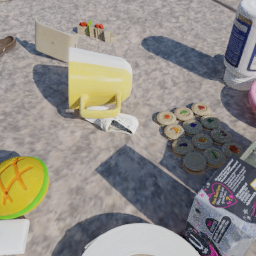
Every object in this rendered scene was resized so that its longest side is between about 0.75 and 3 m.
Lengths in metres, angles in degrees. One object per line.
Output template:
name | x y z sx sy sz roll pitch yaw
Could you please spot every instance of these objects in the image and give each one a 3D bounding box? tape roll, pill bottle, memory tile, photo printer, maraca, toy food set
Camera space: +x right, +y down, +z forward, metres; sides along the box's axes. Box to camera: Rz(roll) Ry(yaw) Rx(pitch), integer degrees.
tape roll | 0.273 3.355 5.513 2.972 0.543 2.972 1 44 -1
pill bottle | 4.395 -2.888 9.971 1.644 2.963 1.644 0 46 0
memory tile | 2.208 0.190 8.904 2.025 0.222 2.642 -14 48 -13
photo printer | -2.859 2.544 6.531 0.964 0.335 0.802 -2 46 -3
maraca | -2.906 1.430 6.757 2.273 1.216 1.559 -10 51 19
toy food set | -2.986 -3.617 11.544 1.818 1.304 0.549 22 46 0

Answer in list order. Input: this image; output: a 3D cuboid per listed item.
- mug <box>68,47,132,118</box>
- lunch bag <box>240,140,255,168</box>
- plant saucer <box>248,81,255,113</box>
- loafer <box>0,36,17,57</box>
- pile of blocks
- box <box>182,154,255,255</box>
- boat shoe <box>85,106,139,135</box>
mug | -0.974 -1.409 9.563 2.088 2.037 2.543 0 80 -12
lunch bag | 4.064 1.081 6.701 2.803 1.648 2.299 -42 58 -15
plant saucer | 5.483 -0.730 9.448 2.838 0.719 2.838 1 45 -1
loafer | -5.578 -3.638 12.332 0.652 0.634 1.785 13 47 12
pile of blocks | -1.466 -4.783 13.412 2.213 0.688 0.908 23 50 20
box | 2.069 1.894 5.880 1.240 2.161 1.428 33 55 29
boat shoe | -0.610 -0.204 8.984 1.854 0.657 0.643 12 47 10
